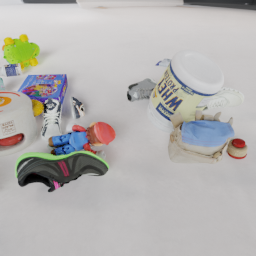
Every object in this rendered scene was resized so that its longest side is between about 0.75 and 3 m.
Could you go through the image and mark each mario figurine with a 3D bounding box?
[{"bbox_3d":[-1.467,0.481,9.494,2.184,1.348,1.158,-15,20,-1],"label":"mario figurine"}]

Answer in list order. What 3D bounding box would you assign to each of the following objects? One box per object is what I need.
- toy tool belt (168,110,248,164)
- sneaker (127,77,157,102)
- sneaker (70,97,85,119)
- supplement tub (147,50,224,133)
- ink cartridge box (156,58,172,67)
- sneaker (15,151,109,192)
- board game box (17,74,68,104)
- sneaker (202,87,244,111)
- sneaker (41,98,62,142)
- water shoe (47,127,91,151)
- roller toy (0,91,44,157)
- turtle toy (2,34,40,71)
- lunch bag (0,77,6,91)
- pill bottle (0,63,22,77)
[{"bbox_3d":[2.693,0.241,9.208,2.776,1.706,1.733,-1,31,-2],"label":"toy tool belt"},{"bbox_3d":[0.886,-1.474,12.862,1.698,1.103,2.940,-18,25,-19],"label":"sneaker"},{"bbox_3d":[-2.213,-0.899,12.234,0.566,0.559,1.425,-12,44,-10],"label":"sneaker"},{"bbox_3d":[1.957,-1.241,10.232,1.954,2.695,1.954,13,48,-15],"label":"supplement tub"},{"bbox_3d":[2.427,-4.202,18.004,1.110,0.225,1.108,12,33,19],"label":"ink cartridge box"},{"bbox_3d":[-1.925,1.357,8.314,2.747,1.054,1.151,-3,53,-3],"label":"sneaker"},{"bbox_3d":[-4.107,-1.758,13.515,2.014,0.671,2.996,-2,31,-3],"label":"board game box"},{"bbox_3d":[3.688,-1.188,12.447,2.778,1.044,1.126,3,42,13],"label":"sneaker"},{"bbox_3d":[-2.958,-0.444,10.746,0.797,1.299,1.996,-1,31,0],"label":"sneaker"},{"bbox_3d":[-2.030,0.335,10.037,1.762,0.695,0.630,-11,33,-18],"label":"water shoe"},{"bbox_3d":[-4.519,-0.273,9.975,2.573,1.798,2.347,5,32,8],"label":"roller toy"},{"bbox_3d":[-6.586,-4.695,17.460,1.409,2.031,2.787,-3,22,41],"label":"turtle toy"},{"bbox_3d":[-6.477,-2.108,14.018,0.538,0.752,0.882,-19,39,-27],"label":"lunch bag"},{"bbox_3d":[-6.787,-3.301,16.060,1.233,0.684,0.684,-11,33,-17],"label":"pill bottle"}]
